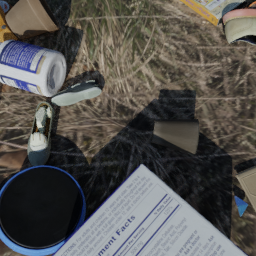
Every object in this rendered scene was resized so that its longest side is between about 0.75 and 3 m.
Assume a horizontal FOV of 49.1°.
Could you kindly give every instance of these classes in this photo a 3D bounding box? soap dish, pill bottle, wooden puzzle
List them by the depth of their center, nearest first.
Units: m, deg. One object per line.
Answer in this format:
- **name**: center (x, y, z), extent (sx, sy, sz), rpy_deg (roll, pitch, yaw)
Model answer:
- **wooden puzzle**: center (3.235, 1.404, 6.630), extent (1.714, 0.200, 1.156), rpy_deg (-13, 63, -7)
- **pill bottle**: center (-2.880, -1.701, 7.650), extent (2.079, 1.244, 1.244), rpy_deg (17, 64, 9)
- **soap dish**: center (-4.322, -3.148, 8.558), extent (1.290, 0.666, 1.639), rpy_deg (-28, 76, -10)

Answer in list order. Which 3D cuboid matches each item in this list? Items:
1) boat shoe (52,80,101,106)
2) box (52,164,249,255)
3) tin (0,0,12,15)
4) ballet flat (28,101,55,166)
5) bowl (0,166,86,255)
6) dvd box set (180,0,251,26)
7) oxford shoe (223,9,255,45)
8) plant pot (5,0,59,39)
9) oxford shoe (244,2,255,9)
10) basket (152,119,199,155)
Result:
- **boat shoe**: center (-1.447, -0.980, 7.718), extent (1.381, 0.522, 0.416), rpy_deg (-14, 64, -20)
- **box**: center (0.387, 2.578, 5.333), extent (2.692, 1.413, 2.476), rpy_deg (40, 70, 18)
- **tin**: center (-4.581, -3.803, 9.282), extent (1.497, 0.313, 0.838), rpy_deg (-17, 68, -9)
- **ballet flat**: center (-2.242, 0.109, 7.100), extent (0.587, 0.555, 1.742), rpy_deg (1, 63, 1)
- **bowl**: center (-1.871, 1.718, 6.096), extent (1.940, 0.381, 1.940), rpy_deg (8, 60, -13)
- **dvd box set**: center (2.744, -4.748, 9.709), extent (1.851, 0.372, 2.530), rpy_deg (-39, 69, -18)
- **oxford shoe**: center (4.308, -3.008, 8.651), extent (2.764, 0.978, 1.020), rpy_deg (-1, 86, 1)
- **plant pot**: center (-3.004, -3.396, 8.585), extent (1.226, 1.406, 1.406), rpy_deg (-27, 65, 5)
- **oxford shoe**: center (4.113, -3.923, 9.360), extent (0.912, 0.325, 0.332), rpy_deg (-34, 85, -9)
- **basket**: center (1.118, 0.130, 6.738), extent (1.031, 0.701, 0.930), rpy_deg (9, 58, 3)
